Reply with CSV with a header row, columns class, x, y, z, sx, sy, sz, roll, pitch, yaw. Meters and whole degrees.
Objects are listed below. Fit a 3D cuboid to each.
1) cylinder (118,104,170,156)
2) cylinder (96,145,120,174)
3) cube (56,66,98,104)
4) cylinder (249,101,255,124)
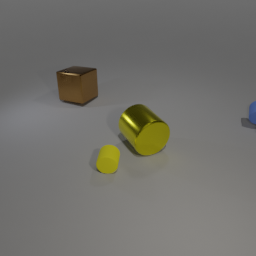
class,x,y,z,sx,sy,sz,roll,pitch,yaw
cylinder,0.562,0.045,10.084,1.400,1.400,1.400,-14,36,-22
cylinder,-0.645,1.022,9.197,0.700,0.700,0.700,3,31,4
cube,-2.419,-2.127,13.558,1.400,1.400,1.400,11,28,24
cylinder,5.236,-0.623,11.231,0.700,0.700,0.700,11,46,17
